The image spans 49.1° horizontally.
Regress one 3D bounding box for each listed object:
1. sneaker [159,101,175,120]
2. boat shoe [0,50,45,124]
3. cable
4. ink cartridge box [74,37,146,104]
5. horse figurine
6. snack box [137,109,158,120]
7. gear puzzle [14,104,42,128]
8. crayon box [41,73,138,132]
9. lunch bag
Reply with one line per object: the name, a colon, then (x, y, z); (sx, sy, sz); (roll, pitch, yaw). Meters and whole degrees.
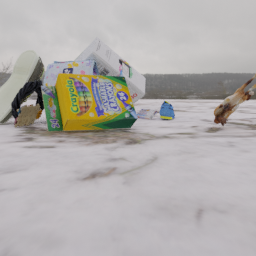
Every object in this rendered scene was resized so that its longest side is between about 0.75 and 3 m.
sneaker: (1.692, -0.773, 11.836); (0.615, 0.731, 1.866); (6, 6, 11)
boat shoe: (-3.949, -1.404, 10.229); (1.067, 2.985, 0.892); (15, -19, 21)
cable: (-3.326, -0.889, 9.564); (0.462, 1.484, 1.819); (21, 18, 8)
ink cartridge box: (-0.890, -1.963, 11.468); (2.732, 1.147, 1.978); (35, -49, -28)
horse figurine: (3.228, -0.764, 8.543); (2.200, 0.549, 1.458); (-40, -13, -20)
snack box: (0.769, -0.603, 11.866); (0.452, 0.153, 1.259); (-48, 22, -13)
gear puzzle: (-3.233, -0.464, 9.221); (0.198, 0.783, 1.513); (26, 11, 8)
crayon box: (-1.105, -0.753, 8.101); (2.502, 1.573, 0.645); (-3, -29, -27)
lunch bag: (-2.031, -1.337, 10.277); (1.883, 2.220, 1.411); (2, 11, 11)
